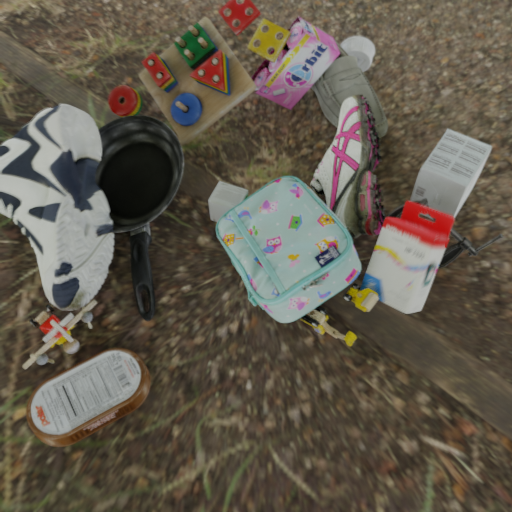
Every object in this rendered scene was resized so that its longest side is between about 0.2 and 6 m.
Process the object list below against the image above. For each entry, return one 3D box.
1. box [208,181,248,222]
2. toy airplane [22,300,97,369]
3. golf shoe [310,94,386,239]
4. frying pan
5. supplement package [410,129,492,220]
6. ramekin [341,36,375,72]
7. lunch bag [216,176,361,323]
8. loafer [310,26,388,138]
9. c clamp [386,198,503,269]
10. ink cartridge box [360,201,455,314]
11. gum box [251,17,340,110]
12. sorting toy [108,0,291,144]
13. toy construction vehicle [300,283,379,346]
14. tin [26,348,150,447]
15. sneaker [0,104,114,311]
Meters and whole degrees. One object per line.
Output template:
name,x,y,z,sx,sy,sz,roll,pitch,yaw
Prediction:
box,-0.467,-0.871,9.619,0.564,0.562,0.483,20,59,12
toy airplane,-2.785,1.127,8.041,1.024,0.723,1.020,-27,25,17
golf shoe,1.512,-1.602,9.690,1.284,1.012,2.789,-7,62,23
frying pan,-1.803,-0.877,9.396,2.151,0.579,3.556,-39,68,3
supplement package,3.311,-1.341,9.641,0.820,1.066,1.115,29,60,19
ramekin,2.129,-4.240,11.896,0.747,0.747,0.364,9,64,6
lunch bag,0.429,-0.122,8.628,1.760,0.846,2.195,-32,49,-2
loafer,1.670,-3.443,11.135,1.027,1.025,2.936,-22,58,-15
c clamp,2.829,-0.389,8.799,1.487,1.270,0.201,35,41,-5
ink cartridge box,2.250,-0.006,8.367,0.876,1.508,0.507,27,18,38
gum box,0.710,-3.665,10.887,0.919,1.620,0.536,15,47,-35
sorting toy,-1.123,-3.441,10.540,3.640,0.616,1.755,-35,79,12
toy construction vehicle,1.184,0.720,8.567,1.196,0.421,1.041,26,66,29
tin,-2.330,1.934,7.823,1.724,0.361,0.965,-27,55,-17
sneaker,-3.620,-0.648,9.137,2.159,1.324,3.318,-13,82,26
